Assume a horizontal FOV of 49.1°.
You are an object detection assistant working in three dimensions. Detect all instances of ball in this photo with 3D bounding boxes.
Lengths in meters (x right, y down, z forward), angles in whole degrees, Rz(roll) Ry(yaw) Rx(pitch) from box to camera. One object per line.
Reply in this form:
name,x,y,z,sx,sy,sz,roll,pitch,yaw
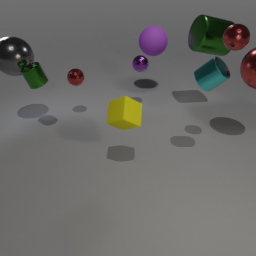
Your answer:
ball,-4.134,-2.584,10.153,1.400,1.400,1.400,0,29,0
ball,2.921,-2.445,7.555,0.700,0.700,0.700,0,29,0
ball,0.529,-2.725,11.869,0.700,0.700,0.700,0,29,0
ball,-2.102,-2.043,11.280,0.700,0.700,0.700,0,29,0
ball,1.211,-4.182,13.488,1.400,1.400,1.400,0,29,0
ball,4.303,-1.904,8.887,1.400,1.400,1.400,0,29,0

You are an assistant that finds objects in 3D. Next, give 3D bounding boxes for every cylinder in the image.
cylinder,3.367,-3.693,11.255,1.400,1.400,1.400,5,27,-18
cylinder,2.276,-1.454,7.595,0.700,0.700,0.700,-34,5,40
cylinder,-3.264,-1.833,9.789,0.700,0.700,0.700,-15,35,11

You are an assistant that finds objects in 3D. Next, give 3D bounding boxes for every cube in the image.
cube,-0.099,-0.400,7.916,0.700,0.700,0.700,-13,-25,42
